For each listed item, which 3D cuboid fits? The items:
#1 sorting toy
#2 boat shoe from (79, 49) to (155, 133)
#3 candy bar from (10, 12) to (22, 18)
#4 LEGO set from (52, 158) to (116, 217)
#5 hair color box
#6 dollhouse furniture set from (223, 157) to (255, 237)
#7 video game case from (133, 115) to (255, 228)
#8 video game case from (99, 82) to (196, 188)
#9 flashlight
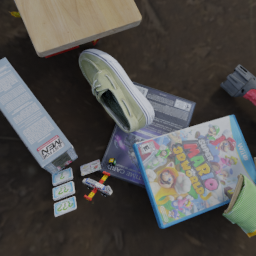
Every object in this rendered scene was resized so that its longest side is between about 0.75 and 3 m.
[{"bbox_3d":[-1.412,-3.170,6.992,2.598,0.910,2.614,-23,81,-14],"label":"sorting toy"},{"bbox_3d":[-0.431,-0.960,6.721,0.796,0.923,2.565,-28,67,-41],"label":"boat shoe"},{"bbox_3d":[-2.604,-2.943,7.317,0.931,0.232,0.103,2,87,-5],"label":"candy bar"},{"bbox_3d":[-0.998,1.183,6.407,1.624,0.398,1.213,-20,41,0],"label":"LEGO set"},{"bbox_3d":[-2.291,-0.216,6.555,0.789,1.288,2.602,-36,79,-13],"label":"hair color box"},{"bbox_3d":[3.089,1.107,5.873,1.231,0.951,2.463,39,70,-31],"label":"dollhouse furniture set"},{"bbox_3d":[1.681,0.930,6.604,2.734,0.243,1.956,-15,79,-15],"label":"video game case"},{"bbox_3d":[0.511,0.218,7.047,1.757,0.233,2.459,19,80,4],"label":"video game case"},{"bbox_3d":[3.347,-0.489,6.926,2.349,0.795,0.798,43,126,9],"label":"flashlight"}]
